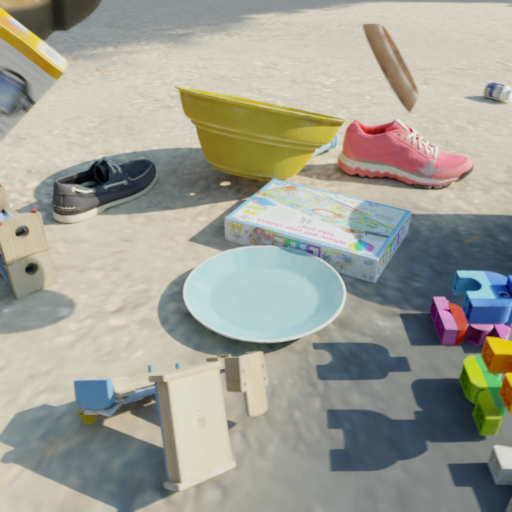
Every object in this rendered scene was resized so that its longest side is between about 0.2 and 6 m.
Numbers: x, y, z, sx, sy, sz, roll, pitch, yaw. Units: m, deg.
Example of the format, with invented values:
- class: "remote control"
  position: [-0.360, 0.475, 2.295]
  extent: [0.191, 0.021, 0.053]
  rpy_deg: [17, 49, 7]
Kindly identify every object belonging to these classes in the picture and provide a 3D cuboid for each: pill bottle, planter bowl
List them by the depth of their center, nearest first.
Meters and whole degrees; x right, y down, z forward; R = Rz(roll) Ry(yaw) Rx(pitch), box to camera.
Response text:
- class: "planter bowl"
  position: [-0.018, -2.471, 11.811]
  extent: [3.645, 1.518, 3.645]
  rpy_deg: [11, 17, -3]
- class: "pill bottle"
  position: [7.427, -4.981, 17.076]
  extent: [0.480, 0.480, 0.864]
  rpy_deg: [-23, 39, -31]

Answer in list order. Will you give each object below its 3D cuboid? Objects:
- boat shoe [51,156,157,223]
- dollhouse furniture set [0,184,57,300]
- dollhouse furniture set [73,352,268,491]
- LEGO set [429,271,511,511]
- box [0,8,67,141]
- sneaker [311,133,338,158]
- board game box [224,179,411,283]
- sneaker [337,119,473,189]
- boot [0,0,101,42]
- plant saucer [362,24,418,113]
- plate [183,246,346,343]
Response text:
- class: "boat shoe"
  position: [-3.002, -1.557, 11.386]
  extent: [0.970, 0.837, 2.670]
  rpy_deg: [20, 38, 28]
- class: "dollhouse furniture set"
  position: [-4.350, -0.011, 8.486]
  extent: [1.366, 1.359, 1.939]
  rpy_deg: [28, 42, 36]
- class: "dollhouse furniture set"
  position: [-0.992, 1.841, 6.528]
  extent: [1.732, 1.130, 1.635]
  rpy_deg: [-13, -6, 43]
- class: "LEGO set"
  position: [3.266, 1.270, 6.537]
  extent: [1.440, 1.338, 3.509]
  rpy_deg: [0, 34, 1]
- class: "box"
  position: [-3.628, -2.403, 7.754]
  extent: [1.846, 1.099, 0.383]
  rpy_deg: [-31, 41, 29]
- class: "sneaker"
  position: [1.288, -3.078, 13.883]
  extent: [1.251, 0.762, 1.917]
  rpy_deg: [-19, 46, -23]
- class: "board game box"
  position: [1.126, -0.555, 10.147]
  extent: [2.840, 0.486, 1.909]
  rpy_deg: [17, 36, 24]
- class: "sneaker"
  position: [3.236, -2.283, 12.132]
  extent: [2.917, 1.265, 1.075]
  rpy_deg: [9, 34, 13]
- class: "boot"
  position: [-3.807, -3.779, 8.551]
  extent: [1.139, 1.111, 3.018]
  rpy_deg: [41, 57, 0]
- class: "plant saucer"
  position: [1.621, -2.251, 6.596]
  extent: [0.201, 1.167, 1.167]
  rpy_deg: [-26, 24, 25]
- class: "plate"
  position: [0.123, 0.592, 8.532]
  extent: [2.450, 0.313, 2.450]
  rpy_deg: [0, 32, 0]
